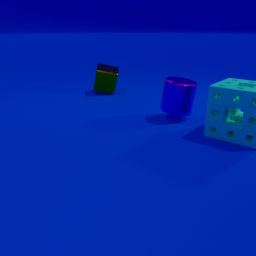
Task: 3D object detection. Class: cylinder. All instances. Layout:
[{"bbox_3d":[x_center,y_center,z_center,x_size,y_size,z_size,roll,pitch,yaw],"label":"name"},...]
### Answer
[{"bbox_3d":[1.543,-0.980,8.583,0.982,0.982,0.982,7,23,-3],"label":"cylinder"}]

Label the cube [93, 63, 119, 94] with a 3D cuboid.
[{"bbox_3d":[-0.925,-2.089,11.827,0.911,0.911,0.911,10,31,-8],"label":"cube"}]

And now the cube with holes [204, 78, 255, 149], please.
[{"bbox_3d":[2.955,-0.451,7.270,1.351,1.351,1.351,16,26,36],"label":"cube with holes"}]
